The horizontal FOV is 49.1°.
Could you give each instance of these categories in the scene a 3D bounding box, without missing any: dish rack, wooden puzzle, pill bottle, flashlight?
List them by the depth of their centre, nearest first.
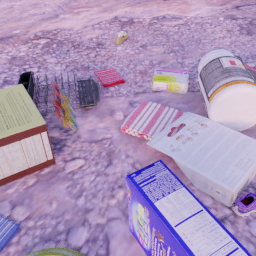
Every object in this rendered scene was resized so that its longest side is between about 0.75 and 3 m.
[{"bbox_3d":[-1.903,-0.638,8.413,0.136,1.149,1.937,-25,45,5],"label":"wooden puzzle"},{"bbox_3d":[3.206,-1.347,9.124,1.671,1.671,2.872,1,40,1],"label":"pill bottle"},{"bbox_3d":[-2.364,-1.304,9.766,2.751,0.750,2.110,-8,41,-7],"label":"dish rack"},{"bbox_3d":[4.947,-2.105,10.606,2.913,0.990,0.986,33,24,35],"label":"flashlight"}]

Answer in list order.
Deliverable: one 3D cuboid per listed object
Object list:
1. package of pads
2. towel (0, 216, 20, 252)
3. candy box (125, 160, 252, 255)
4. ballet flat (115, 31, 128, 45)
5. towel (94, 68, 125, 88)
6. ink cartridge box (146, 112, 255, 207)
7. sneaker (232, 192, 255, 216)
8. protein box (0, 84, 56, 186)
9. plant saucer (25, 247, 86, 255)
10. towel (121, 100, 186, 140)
[{"bbox_3d":[1.604,-1.772,10.569,1.342,0.458,1.037,7,40,8],"label":"package of pads"},{"bbox_3d":[-2.947,2.241,6.039,1.041,0.124,0.754,16,45,21],"label":"towel"},{"bbox_3d":[0.892,1.989,4.915,0.863,1.895,2.241,-23,46,-21],"label":"candy box"},{"bbox_3d":[-0.283,-4.603,14.004,0.465,0.427,1.354,10,41,12],"label":"ballet flat"},{"bbox_3d":[-0.747,-2.034,11.139,0.915,0.142,1.265,-16,42,-20],"label":"towel"},{"bbox_3d":[2.127,0.661,7.608,2.610,0.617,2.089,28,47,35],"label":"ink cartridge box"},{"bbox_3d":[2.942,1.665,6.428,1.123,0.469,0.453,-17,43,-20],"label":"sneaker"},{"bbox_3d":[-3.413,0.218,7.364,2.187,1.475,2.171,-21,44,-24],"label":"protein box"},{"bbox_3d":[-1.465,3.105,4.779,2.378,0.369,2.378,0,39,0],"label":"plant saucer"},{"bbox_3d":[1.119,-0.074,8.678,2.276,0.340,1.666,20,44,19],"label":"towel"}]
